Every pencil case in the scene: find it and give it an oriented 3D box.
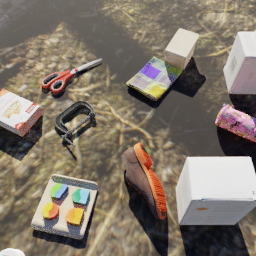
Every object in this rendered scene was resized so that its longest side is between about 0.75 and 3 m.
[{"bbox_3d":[4.481,-0.122,10.610,2.189,0.906,0.947,27,102,17],"label":"pencil case"}]

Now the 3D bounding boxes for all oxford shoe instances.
[{"bbox_3d":[0.522,1.857,9.437,0.962,0.944,2.651,-28,59,15],"label":"oxford shoe"}]

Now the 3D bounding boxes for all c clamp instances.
[{"bbox_3d":[-2.028,-0.260,11.114,1.646,0.261,1.927,30,63,24],"label":"c clamp"}]

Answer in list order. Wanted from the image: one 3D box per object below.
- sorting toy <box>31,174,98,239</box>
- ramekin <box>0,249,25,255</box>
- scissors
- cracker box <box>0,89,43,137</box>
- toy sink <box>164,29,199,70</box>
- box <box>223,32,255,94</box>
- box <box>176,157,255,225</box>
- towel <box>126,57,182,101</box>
[{"bbox_3d":[-2.038,2.498,9.171,1.733,0.341,1.872,10,57,7],"label":"sorting toy"},{"bbox_3d":[-3.457,3.954,8.151,0.862,0.420,0.862,0,56,0],"label":"ramekin"},{"bbox_3d":[-2.545,-2.587,12.651,1.085,0.207,2.966,36,65,24],"label":"scissors"},{"bbox_3d":[-4.594,-0.631,11.132,1.939,0.559,1.299,24,60,14],"label":"cracker box"},{"bbox_3d":[2.473,-3.637,12.958,1.037,0.891,1.591,24,64,15],"label":"toy sink"},{"bbox_3d":[5.702,-2.605,11.492,2.808,2.138,1.493,1,56,-1],"label":"box"},{"bbox_3d":[2.506,1.942,8.307,1.814,2.382,1.267,0,56,0],"label":"box"},{"bbox_3d":[1.184,-2.221,12.384,1.625,0.258,2.262,34,63,21],"label":"towel"}]
